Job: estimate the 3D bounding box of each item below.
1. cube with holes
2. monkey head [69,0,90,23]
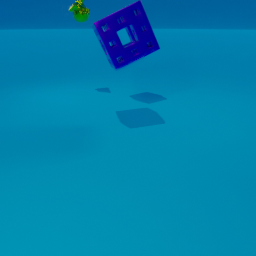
[{"bbox_3d":[-0.088,-2.209,6.806,1.141,1.141,1.141,-27,18,-1],"label":"cube with holes"},{"bbox_3d":[-1.579,-4.063,9.634,0.680,0.812,1.129,39,-9,-20],"label":"monkey head"}]
